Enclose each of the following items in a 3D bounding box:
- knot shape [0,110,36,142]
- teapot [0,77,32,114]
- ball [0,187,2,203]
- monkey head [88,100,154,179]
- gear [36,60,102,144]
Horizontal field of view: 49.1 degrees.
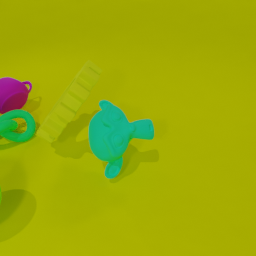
[{"bbox_3d":[-2.892,-0.023,6.407,1.316,0.608,1.231,11,21,2],"label":"knot shape"},{"bbox_3d":[-3.210,-0.873,7.294,0.801,1.018,1.637,45,49,14],"label":"teapot"},{"bbox_3d":[-2.355,0.994,3.951,1.043,1.043,1.043,0,35,0],"label":"ball"},{"bbox_3d":[-0.158,0.115,5.244,1.135,0.951,1.578,-1,75,-18],"label":"monkey head"},{"bbox_3d":[-1.217,-0.547,5.780,0.340,1.837,1.837,36,32,-16],"label":"gear"}]
